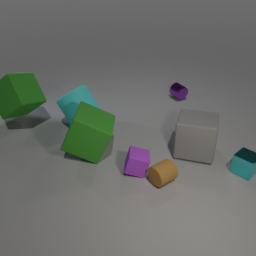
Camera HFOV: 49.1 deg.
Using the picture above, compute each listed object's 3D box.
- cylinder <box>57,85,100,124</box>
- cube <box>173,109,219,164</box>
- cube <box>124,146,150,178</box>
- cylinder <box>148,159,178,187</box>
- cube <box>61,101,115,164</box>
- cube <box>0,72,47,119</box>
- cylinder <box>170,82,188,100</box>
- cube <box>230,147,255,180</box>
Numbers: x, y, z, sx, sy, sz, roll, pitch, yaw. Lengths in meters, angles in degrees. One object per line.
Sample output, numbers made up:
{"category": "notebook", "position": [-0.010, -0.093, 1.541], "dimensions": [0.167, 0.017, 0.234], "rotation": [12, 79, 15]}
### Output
{"category": "cylinder", "position": [-2.008, -0.854, 11.665], "dimensions": [1.400, 1.400, 1.400], "rotation": [-31, 7, 4]}
{"category": "cube", "position": [2.490, 0.262, 10.206], "dimensions": [1.400, 1.400, 1.400], "rotation": [8, 28, 15]}
{"category": "cube", "position": [0.300, 1.126, 9.375], "dimensions": [0.700, 0.700, 0.700], "rotation": [14, 30, -6]}
{"category": "cylinder", "position": [1.104, 1.423, 8.903], "dimensions": [0.700, 0.700, 0.700], "rotation": [-22, 37, -30]}
{"category": "cube", "position": [-1.401, 0.145, 10.046], "dimensions": [1.400, 1.400, 1.400], "rotation": [23, 29, -11]}
{"category": "cube", "position": [-4.569, -1.357, 11.640], "dimensions": [1.400, 1.400, 1.400], "rotation": [-27, -1, 27]}
{"category": "cylinder", "position": [2.647, -1.918, 14.572], "dimensions": [0.700, 0.700, 0.700], "rotation": [-18, 41, -27]}
{"category": "cube", "position": [3.961, 1.184, 9.408], "dimensions": [0.700, 0.700, 0.700], "rotation": [-25, 39, -38]}
